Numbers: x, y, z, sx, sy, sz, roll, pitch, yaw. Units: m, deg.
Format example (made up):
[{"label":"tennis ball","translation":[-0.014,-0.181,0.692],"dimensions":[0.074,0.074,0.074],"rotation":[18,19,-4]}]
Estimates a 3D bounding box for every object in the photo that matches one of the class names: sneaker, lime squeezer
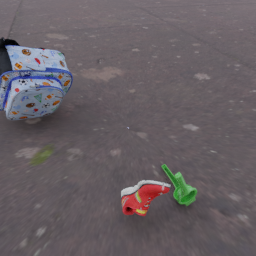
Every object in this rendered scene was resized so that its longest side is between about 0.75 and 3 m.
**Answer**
[{"label":"sneaker","translation":[0.273,1.112,4.333],"dimensions":[0.425,1.104,0.469],"rotation":[19,56,-25]},{"label":"lime squeezer","translation":[0.915,0.968,4.729],"dimensions":[0.375,0.701,1.986],"rotation":[-17,-5,1]}]

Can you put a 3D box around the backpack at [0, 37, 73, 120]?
[{"label":"backpack","translation":[-2.304,-1.128,6.826],"dimensions":[1.866,1.959,1.509],"rotation":[-20,79,-40]}]
